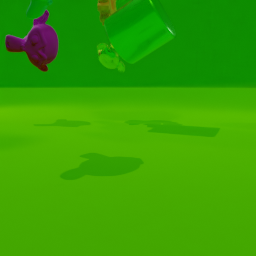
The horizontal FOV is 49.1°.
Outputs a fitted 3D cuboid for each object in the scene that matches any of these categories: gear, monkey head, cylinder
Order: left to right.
[{"bbox_3d":[-1.533,-2.364,4.430,1.065,0.892,1.480,-38,16,41],"label":"monkey head"},{"bbox_3d":[-2.786,-2.493,8.299,1.376,1.913,1.153,8,30,-4],"label":"monkey head"},{"bbox_3d":[-0.617,-3.992,8.356,0.319,1.722,1.722,2,9,5],"label":"gear"},{"bbox_3d":[-0.485,-2.279,8.516,1.243,0.894,0.749,40,9,-42],"label":"monkey head"},{"bbox_3d":[0.314,-2.587,7.233,1.362,1.362,1.362,-28,-3,24],"label":"cylinder"}]
